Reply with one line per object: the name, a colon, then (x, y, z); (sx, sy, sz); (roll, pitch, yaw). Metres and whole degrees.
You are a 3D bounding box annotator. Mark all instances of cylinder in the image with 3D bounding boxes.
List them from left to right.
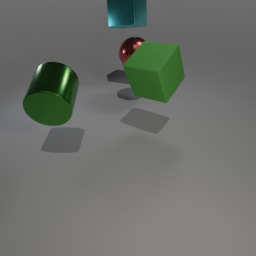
cylinder: (-2.264, -1.020, 8.413); (1.400, 1.400, 1.400); (1, 48, 2)

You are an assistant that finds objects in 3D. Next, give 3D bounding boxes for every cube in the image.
cube: (-0.022, -5.395, 12.949); (1.400, 1.400, 1.400); (6, 19, 26)
cube: (0.926, -1.925, 9.547); (1.400, 1.400, 1.400); (18, 59, 33)

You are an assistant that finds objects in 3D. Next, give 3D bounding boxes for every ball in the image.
ball: (0.301, -3.218, 12.105); (1.400, 1.400, 1.400); (0, 30, 0)
